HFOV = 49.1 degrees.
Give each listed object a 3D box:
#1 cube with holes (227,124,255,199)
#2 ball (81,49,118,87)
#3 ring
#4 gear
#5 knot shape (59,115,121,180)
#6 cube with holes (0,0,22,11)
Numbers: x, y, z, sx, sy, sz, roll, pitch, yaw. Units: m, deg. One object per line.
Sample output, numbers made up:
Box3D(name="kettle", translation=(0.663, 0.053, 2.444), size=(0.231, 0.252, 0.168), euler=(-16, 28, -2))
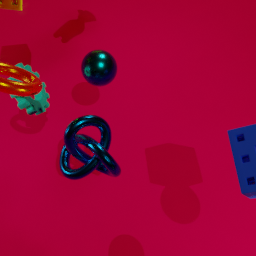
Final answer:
Box3D(name="cube with holes", translation=(2.380, 0.540, 4.644), size=(1.040, 1.040, 1.040), euler=(-16, 66, 25))
Box3D(name="ball", translation=(-0.729, -1.519, 7.117), size=(0.925, 0.925, 0.925), euler=(0, 61, 0))
Box3D(name="ring", translation=(-1.909, -0.804, 4.497), size=(1.059, 0.212, 1.059), euler=(21, 19, -8))
Box3D(name="gear", translation=(-2.325, -0.905, 6.593), size=(0.225, 1.219, 1.219), euler=(-21, 60, 16))
Box3D(name="knot shape", translation=(-0.848, 0.411, 6.018), size=(1.556, 1.456, 0.719), euler=(8, 23, 17))
Box3D(name="cube with holes", translation=(-2.877, -3.173, 6.139), size=(0.925, 0.925, 0.925), euler=(-4, 29, -28))
